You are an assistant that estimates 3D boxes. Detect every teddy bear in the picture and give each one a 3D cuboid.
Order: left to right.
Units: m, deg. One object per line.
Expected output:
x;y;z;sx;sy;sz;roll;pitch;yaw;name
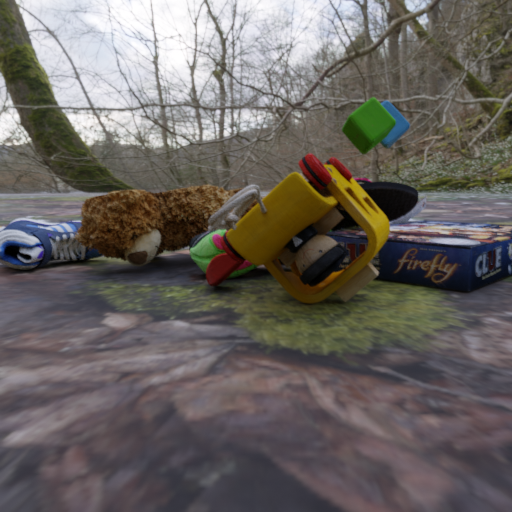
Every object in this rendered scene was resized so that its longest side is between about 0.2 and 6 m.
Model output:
-1.380;-0.551;10.207;2.666;1.227;3.677;-9;1;22;teddy bear

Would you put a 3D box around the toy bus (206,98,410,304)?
0.826;-0.212;7.200;3.129;1.617;2.952;-39;-6;-25;toy bus

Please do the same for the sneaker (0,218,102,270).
-3.556;-0.099;9.867;1.973;0.795;1.445;8;21;-13;sneaker

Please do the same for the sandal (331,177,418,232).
1.581;-0.949;9.940;1.040;0.624;2.769;33;-28;-32;sandal

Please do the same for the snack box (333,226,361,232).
2.065;-0.413;12.351;1.315;0.420;2.263;1;7;43;snack box

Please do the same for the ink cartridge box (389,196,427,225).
2.915;-0.847;11.404;1.157;0.291;0.630;-37;-22;1;ink cartridge box

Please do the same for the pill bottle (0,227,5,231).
-5.172;-0.288;11.179;1.071;0.596;0.596;3;9;18;pill bottle

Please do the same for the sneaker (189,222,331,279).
0.141;-0.281;9.509;2.822;1.083;1.182;-4;13;-33;sneaker

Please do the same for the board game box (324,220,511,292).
3.247;-0.141;9.851;2.605;0.665;3.846;7;11;41;board game box
